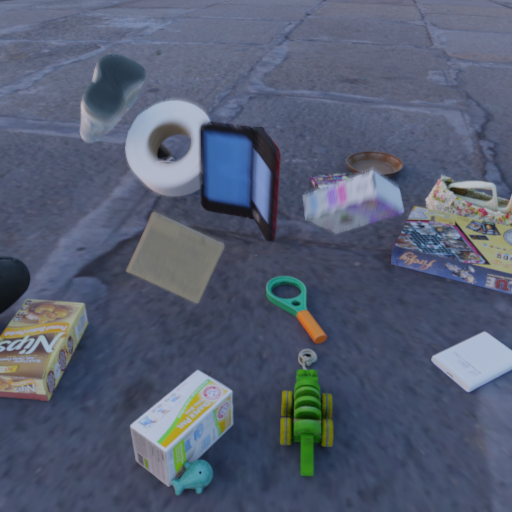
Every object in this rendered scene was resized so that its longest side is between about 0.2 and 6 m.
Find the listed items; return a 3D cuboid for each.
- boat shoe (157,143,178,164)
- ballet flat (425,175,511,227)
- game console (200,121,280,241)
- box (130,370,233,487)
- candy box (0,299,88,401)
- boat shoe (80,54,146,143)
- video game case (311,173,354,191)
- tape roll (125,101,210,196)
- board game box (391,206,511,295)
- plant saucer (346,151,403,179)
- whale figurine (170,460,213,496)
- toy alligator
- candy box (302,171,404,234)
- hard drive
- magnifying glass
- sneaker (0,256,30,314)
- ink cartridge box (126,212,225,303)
[{"bbox_3d":[-2.463,-2.325,13.660,0.909,0.774,2.718,-19,38,-26],"label":"boat shoe"},{"bbox_3d":[4.964,-0.992,11.524,2.885,0.922,1.091,15,34,20],"label":"ballet flat"},{"bbox_3d":[-0.308,-1.240,9.420,1.018,1.715,1.478,-7,35,-14],"label":"game console"},{"bbox_3d":[-0.895,2.121,7.031,0.613,0.681,1.210,24,39,30],"label":"box"},{"bbox_3d":[-3.284,1.353,8.372,0.979,0.469,1.696,4,33,3],"label":"candy box"},{"bbox_3d":[-2.988,-3.309,11.520,0.977,0.850,2.651,24,41,-17],"label":"boat shoe"},{"bbox_3d":[1.899,-1.662,13.197,1.022,0.183,0.927,-7,34,-10],"label":"video game case"},{"bbox_3d":[-1.665,-2.162,11.285,1.846,0.646,1.846,-2,77,8],"label":"tape roll"},{"bbox_3d":[4.045,-0.130,10.645,2.563,0.443,1.736,16,37,21],"label":"board game box"},{"bbox_3d":[2.947,-2.234,14.006,1.391,0.254,1.391,0,34,0],"label":"plant saucer"},{"bbox_3d":[-0.751,2.619,6.613,0.500,0.259,0.398,-21,69,-20],"label":"whale figurine"},{"bbox_3d":[0.683,1.845,7.511,0.663,0.606,2.235,3,34,4],"label":"toy alligator"},{"bbox_3d":[1.678,-0.893,9.717,1.360,0.486,1.141,-17,-20,32],"label":"candy box"},{"bbox_3d":[3.292,1.565,8.357,1.112,0.141,0.734,-18,37,-24],"label":"hard drive"},{"bbox_3d":[0.697,0.861,9.394,0.689,0.194,1.730,-12,36,-17],"label":"magnifying glass"},{"bbox_3d":[-4.628,1.154,8.177,3.116,1.155,1.379,-33,46,-27],"label":"sneaker"},{"bbox_3d":[-1.229,0.037,8.652,1.218,1.003,0.457,25,-3,-3],"label":"ink cartridge box"}]
